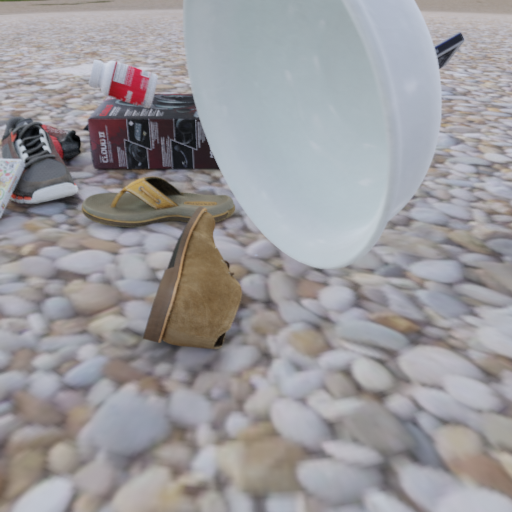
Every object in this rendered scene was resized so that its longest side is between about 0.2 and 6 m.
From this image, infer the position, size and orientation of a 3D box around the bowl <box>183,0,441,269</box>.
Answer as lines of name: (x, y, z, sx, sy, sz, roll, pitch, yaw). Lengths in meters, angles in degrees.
bowl: (0.504, -1.209, 4.077, 1.092, 2.430, 2.430, -26, 37, -22)

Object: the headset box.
headset box: (-2.160, -2.714, 12.005, 2.909, 1.123, 2.165, 1, 29, -2)

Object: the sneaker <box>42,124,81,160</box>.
sneaker: (-4.252, -2.476, 12.150, 0.783, 0.566, 1.602, -16, 35, -26)

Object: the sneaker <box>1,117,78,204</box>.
sneaker: (-4.201, -1.858, 10.323, 1.144, 1.215, 2.968, -18, 34, -30)

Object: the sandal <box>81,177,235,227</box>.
sandal: (-1.596, -0.966, 9.255, 2.493, 0.673, 1.001, -1, 29, -1)

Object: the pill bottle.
pill bottle: (-2.438, -3.182, 10.285, 1.149, 0.645, 0.645, 13, 25, -16)

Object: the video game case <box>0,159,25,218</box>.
video game case: (-4.885, -1.080, 9.363, 1.610, 0.184, 1.466, 3, 54, 5)

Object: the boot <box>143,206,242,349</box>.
boot: (-0.673, 0.259, 7.050, 0.957, 0.934, 2.536, 16, 33, -7)

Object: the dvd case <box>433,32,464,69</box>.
dvd case: (2.628, -3.116, 9.590, 1.659, 0.205, 1.247, -28, -2, 6)
